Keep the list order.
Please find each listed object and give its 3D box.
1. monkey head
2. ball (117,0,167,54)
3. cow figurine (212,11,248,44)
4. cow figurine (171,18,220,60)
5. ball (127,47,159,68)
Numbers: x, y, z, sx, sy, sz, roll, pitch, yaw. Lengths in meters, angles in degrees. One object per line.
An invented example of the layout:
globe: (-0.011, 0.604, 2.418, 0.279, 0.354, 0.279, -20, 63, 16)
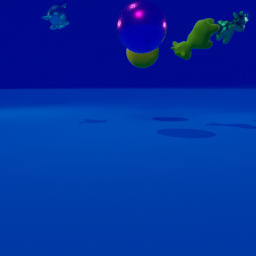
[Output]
monkey head: (-2.631, -4.013, 10.213, 0.919, 0.770, 1.277, -2, 39, 40)
ball: (0.382, -2.770, 7.729, 1.380, 1.380, 1.380, 0, 9, 0)
cow figurine: (3.522, -3.568, 9.762, 0.662, 1.188, 1.207, 15, 34, -25)
cow figurine: (2.099, -2.821, 8.922, 1.309, 1.330, 0.730, -14, 57, -20)
ball: (0.552, -2.881, 10.540, 1.217, 1.217, 1.217, 0, 9, 0)
